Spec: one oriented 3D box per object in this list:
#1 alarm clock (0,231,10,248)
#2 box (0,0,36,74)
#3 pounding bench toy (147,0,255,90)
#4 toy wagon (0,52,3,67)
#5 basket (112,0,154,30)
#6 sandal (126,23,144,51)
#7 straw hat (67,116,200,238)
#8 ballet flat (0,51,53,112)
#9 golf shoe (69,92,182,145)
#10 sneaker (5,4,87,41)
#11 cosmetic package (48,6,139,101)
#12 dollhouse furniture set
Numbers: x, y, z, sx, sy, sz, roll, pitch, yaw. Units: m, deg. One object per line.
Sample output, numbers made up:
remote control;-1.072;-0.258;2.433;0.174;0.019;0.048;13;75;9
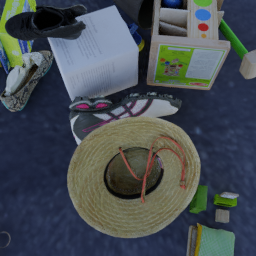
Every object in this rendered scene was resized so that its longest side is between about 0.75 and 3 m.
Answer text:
alarm clock;-3.365;2.705;6.001;1.674;0.557;1.129;-23;67;-14
box;-3.123;-2.873;8.020;0.556;1.422;2.333;5;66;-5
pounding bench toy;2.080;-2.497;7.650;2.909;1.807;2.269;6;65;3
toy wagon;-4.585;-2.513;8.347;2.251;0.574;2.901;-33;70;-14
basket;0.193;-4.653;8.726;2.357;1.778;2.614;-44;69;-12
sandal;-0.308;-3.003;8.462;1.797;0.782;0.714;25;69;13
straw hat;0.118;0.950;6.314;2.784;1.178;2.784;-1;101;-4
ballet flat;-2.779;-1.505;7.714;0.747;0.830;2.203;15;66;21
golf shoe;-0.041;-0.264;7.224;2.872;1.109;1.265;-5;91;-5
sneaker;-1.881;-2.330;6.143;2.244;1.171;0.674;5;96;8
cosmetic package;-0.897;-1.873;7.472;1.945;1.605;1.603;-20;67;-9
dollhouse furniture set;1.881;2.181;6.068;1.044;0.800;1.594;9;66;4
